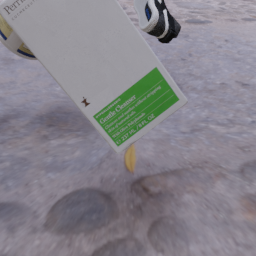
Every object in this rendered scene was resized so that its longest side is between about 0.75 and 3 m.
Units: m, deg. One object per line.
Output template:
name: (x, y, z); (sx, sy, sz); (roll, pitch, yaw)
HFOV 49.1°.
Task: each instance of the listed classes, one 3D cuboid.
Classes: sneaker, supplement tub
sneaker: (0.901, -3.330, 8.255); (1.288, 0.841, 2.303); (25, 48, -33)
supplement tub: (-1.826, -2.514, 5.943); (1.939, 1.400, 1.400); (-30, 16, 37)

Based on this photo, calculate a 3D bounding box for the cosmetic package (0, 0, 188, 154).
cosmetic package: (-0.404, -0.956, 3.791); (1.230, 2.287, 0.970); (-39, 16, 5)
